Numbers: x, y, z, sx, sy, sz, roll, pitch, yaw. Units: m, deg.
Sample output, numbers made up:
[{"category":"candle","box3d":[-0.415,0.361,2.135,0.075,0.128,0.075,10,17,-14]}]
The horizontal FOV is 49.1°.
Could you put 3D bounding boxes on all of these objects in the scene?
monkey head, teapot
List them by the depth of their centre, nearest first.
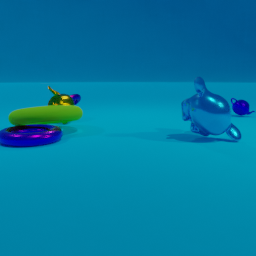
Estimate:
[{"category":"monkey head","box3d":[2.100,-0.481,7.070,1.357,1.886,1.136,-45,12,-32]},{"category":"teapot","box3d":[-2.376,-0.785,9.659,0.967,1.555,0.761,-34,-24,22]},{"category":"teapot","box3d":[4.568,-0.833,11.181,1.103,0.540,0.686,36,-19,4]}]

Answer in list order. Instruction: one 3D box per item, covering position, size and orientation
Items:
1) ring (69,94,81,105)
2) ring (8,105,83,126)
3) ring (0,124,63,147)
[{"category":"ring","box3d":[-2.743,-1.171,12.880,1.276,0.255,1.276,-29,-6,-4]},{"category":"ring","box3d":[-2.309,-0.344,7.972,2.031,0.406,2.031,-6,0,0]},{"category":"ring","box3d":[-2.412,0.161,6.959,1.550,0.310,1.550,0,10,0]}]
